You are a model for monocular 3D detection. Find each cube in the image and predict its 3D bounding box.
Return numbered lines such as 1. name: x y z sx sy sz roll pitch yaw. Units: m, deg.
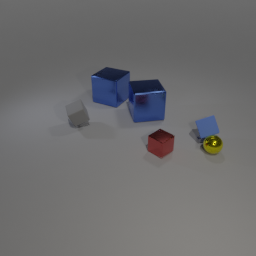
1. cube: 1.210 0.562 10.289 0.700 0.700 0.700 -28 41 -36
2. cube: -2.099 -0.634 11.660 0.700 0.700 0.700 -24 47 1
3. cube: 3.061 -0.054 10.767 0.700 0.700 0.700 -19 -3 19
4. cube: 0.821 -1.232 12.495 1.400 1.400 1.400 -5 33 -8
5. cube: -0.823 -2.035 13.787 1.400 1.400 1.400 15 35 23

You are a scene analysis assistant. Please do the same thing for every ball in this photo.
1. ball: 3.112 0.599 10.235 0.700 0.700 0.700 0 32 0
